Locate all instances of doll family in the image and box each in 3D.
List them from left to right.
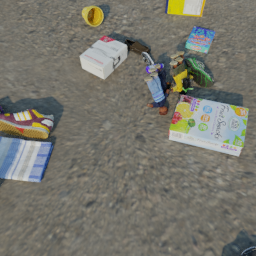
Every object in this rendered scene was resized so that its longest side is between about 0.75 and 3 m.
[{"bbox_3d":[1.670,-1.714,11.089,2.894,1.673,1.135,-31,33,-18],"label":"doll family"}]

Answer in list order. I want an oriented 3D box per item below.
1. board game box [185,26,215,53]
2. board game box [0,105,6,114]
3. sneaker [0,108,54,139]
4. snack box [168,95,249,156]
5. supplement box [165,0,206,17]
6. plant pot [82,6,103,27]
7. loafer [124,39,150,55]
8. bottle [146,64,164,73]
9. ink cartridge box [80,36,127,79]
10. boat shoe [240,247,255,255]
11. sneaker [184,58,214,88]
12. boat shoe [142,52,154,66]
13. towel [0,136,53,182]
[{"bbox_3d":[3.493,-4.270,13.509,1.093,0.323,1.437,19,57,13],"label":"board game box"},{"bbox_3d":[-5.344,-0.407,10.784,1.169,0.331,0.966,-30,62,-19],"label":"board game box"},{"bbox_3d":[-3.896,-0.281,10.437,2.229,0.835,1.004,14,56,-1],"label":"sneaker"},{"bbox_3d":[2.947,-0.158,10.321,2.561,0.678,1.821,14,57,14],"label":"snack box"},{"bbox_3d":[3.027,-6.721,14.767,1.998,1.087,1.094,9,55,6],"label":"supplement box"},{"bbox_3d":[-1.881,-5.754,14.251,0.957,0.957,0.900,-31,44,-20],"label":"plant pot"},{"bbox_3d":[0.388,-3.802,13.083,1.346,0.480,0.491,18,57,12],"label":"loafer"},{"bbox_3d":[1.202,-2.667,12.414,0.787,0.257,0.329,-18,48,-12],"label":"bottle"},{"bbox_3d":[-1.064,-3.157,12.458,1.306,0.750,1.798,29,60,19],"label":"ink cartridge box"},{"bbox_3d":[3.182,3.770,7.710,1.562,0.517,0.546,-23,58,-16],"label":"boat shoe"},{"bbox_3d":[3.099,-2.469,12.000,0.786,0.720,1.845,-24,58,-16],"label":"sneaker"},{"bbox_3d":[0.815,-3.110,12.694,0.295,0.312,0.871,-18,63,-28],"label":"boat shoe"},{"bbox_3d":[-3.857,1.048,9.803,2.157,0.257,1.584,7,56,5],"label":"towel"}]
